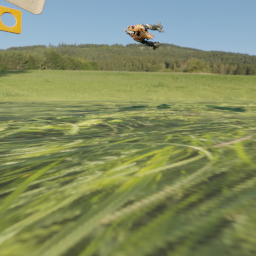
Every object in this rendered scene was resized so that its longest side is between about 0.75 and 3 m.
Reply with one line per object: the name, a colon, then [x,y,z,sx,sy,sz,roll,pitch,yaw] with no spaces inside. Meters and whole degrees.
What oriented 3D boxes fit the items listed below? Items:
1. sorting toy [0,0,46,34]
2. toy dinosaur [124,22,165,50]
sorting toy: [-2.354,-3.160,5.666,1.486,2.640,0.360,16,-11,-30]
toy dinosaur: [0.573,-3.504,10.631,1.368,1.029,2.015,4,43,-19]
